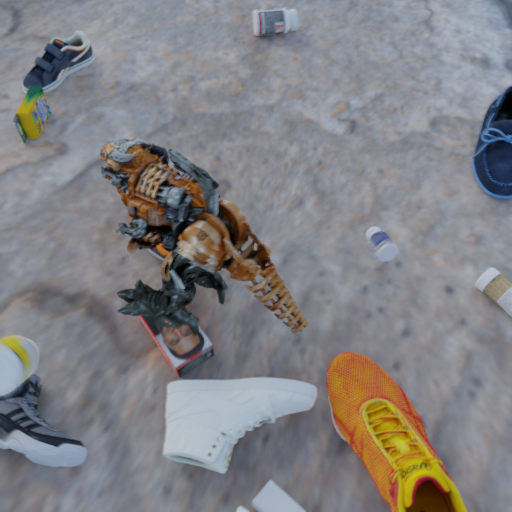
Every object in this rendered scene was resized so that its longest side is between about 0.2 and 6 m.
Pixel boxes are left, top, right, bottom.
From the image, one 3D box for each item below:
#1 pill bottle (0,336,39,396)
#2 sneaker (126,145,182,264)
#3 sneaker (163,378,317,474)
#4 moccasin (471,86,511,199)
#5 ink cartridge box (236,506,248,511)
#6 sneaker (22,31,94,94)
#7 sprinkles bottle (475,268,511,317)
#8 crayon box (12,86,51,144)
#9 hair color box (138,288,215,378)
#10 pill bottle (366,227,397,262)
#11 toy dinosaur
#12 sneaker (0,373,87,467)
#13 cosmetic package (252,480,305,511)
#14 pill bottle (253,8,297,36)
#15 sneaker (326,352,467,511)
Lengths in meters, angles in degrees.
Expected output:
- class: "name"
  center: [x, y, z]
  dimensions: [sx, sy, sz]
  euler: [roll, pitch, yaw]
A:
- class: "pill bottle"
  center: [-3.273, 1.410, 7.422]
  dimensions: [0.631, 1.126, 0.631]
  euler: [0, 91, -6]
- class: "sneaker"
  center: [-1.737, -0.994, 9.807]
  dimensions: [0.911, 1.316, 2.348]
  euler: [-24, 63, -23]
- class: "sneaker"
  center: [-0.221, 2.399, 7.810]
  dimensions: [2.180, 0.803, 1.260]
  euler: [-5, 55, 8]
- class: "moccasin"
  center: [4.857, -2.359, 11.137]
  dimensions: [1.093, 0.926, 2.716]
  euler: [9, 54, 6]
- class: "ink cartridge box"
  center: [0.021, 3.748, 6.989]
  dimensions: [0.979, 0.413, 0.709]
  euler: [26, 58, 18]
- class: "sneaker"
  center: [-4.604, -4.456, 12.790]
  dimensions: [0.765, 0.774, 1.950]
  euler: [32, 61, 19]
- class: "sprinkles bottle"
  center: [4.215, 0.751, 9.172]
  dimensions: [0.427, 0.427, 1.251]
  euler: [-31, 60, -20]
- class: "crayon box"
  center: [-4.673, -2.945, 11.723]
  dimensions: [0.279, 0.680, 1.082]
  euler: [5, 55, 3]
- class: "hair color box"
  center: [-1.307, 1.163, 8.875]
  dimensions: [0.689, 0.416, 1.357]
  euler: [-31, 60, -18]
- class: "pill bottle"
  center: [2.096, -0.219, 9.444]
  dimensions: [0.350, 0.350, 0.630]
  euler: [-12, 38, -9]
- class: "toy dinosaur"
  center: [-0.899, -0.109, 7.991]
  dimensions: [1.833, 2.436, 3.589]
  euler: [-19, 64, -38]
- class: "sneaker"
  center: [-3.170, 2.233, 7.891]
  dimensions: [1.938, 0.731, 1.103]
  euler: [10, 57, 10]
- class: "cosmetic package"
  center: [0.352, 3.376, 7.353]
  dimensions: [0.766, 0.284, 0.390]
  euler: [36, 61, 25]
- class: "pill bottle"
  center: [0.467, -5.802, 13.864]
  dimensions: [1.043, 0.604, 0.604]
  euler: [-7, 54, -6]
- class: "sneaker"
  center: [1.949, 2.599, 7.315]
  dimensions: [1.218, 1.288, 3.338]
  euler: [-19, 55, -12]
